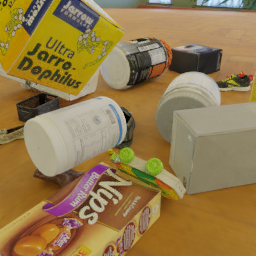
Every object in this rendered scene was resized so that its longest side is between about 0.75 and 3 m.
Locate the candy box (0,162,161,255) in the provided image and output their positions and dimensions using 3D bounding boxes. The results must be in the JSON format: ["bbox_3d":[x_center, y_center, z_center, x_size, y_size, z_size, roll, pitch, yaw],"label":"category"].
[{"bbox_3d":[-0.660,1.499,4.275,1.362,0.659,2.335,19,34,33],"label":"candy box"}]

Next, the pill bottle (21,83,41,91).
[{"bbox_3d":[-3.574,-1.659,10.523,0.828,0.471,0.471,10,29,17],"label":"pill bottle"}]

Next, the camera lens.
[{"bbox_3d":[1.588,-0.533,7.252,1.497,1.497,1.871,9,29,17],"label":"camera lens"}]

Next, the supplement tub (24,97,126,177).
[{"bbox_3d":[-0.791,0.081,4.445,0.922,0.922,1.398,24,34,38],"label":"supplement tub"}]

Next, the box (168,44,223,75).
[{"bbox_3d":[3.017,-3.089,12.642,1.701,1.057,1.714,-22,35,-34],"label":"box"}]

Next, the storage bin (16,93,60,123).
[{"bbox_3d":[-2.678,-0.599,8.438,0.768,0.532,1.135,13,30,24],"label":"storage bin"}]

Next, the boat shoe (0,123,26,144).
[{"bbox_3d":[-3.012,0.111,7.235,1.203,0.377,0.441,-14,31,-25],"label":"boat shoe"}]

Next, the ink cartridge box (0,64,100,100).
[{"bbox_3d":[-2.723,-2.131,9.721,2.938,1.261,2.151,19,21,12],"label":"ink cartridge box"}]

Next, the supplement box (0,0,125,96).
[{"bbox_3d":[-1.383,-1.788,4.229,1.266,1.274,2.326,13,33,-55],"label":"supplement box"}]

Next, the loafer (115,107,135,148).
[{"bbox_3d":[-0.135,-0.217,7.584,0.721,0.631,2.007,-1,28,-3],"label":"loafer"}]

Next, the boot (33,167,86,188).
[{"bbox_3d":[-1.451,1.045,5.411,1.266,0.407,1.180,16,19,22],"label":"boot"}]

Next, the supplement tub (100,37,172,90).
[{"bbox_3d":[0.403,-2.634,11.041,1.705,1.705,2.782,23,35,36],"label":"supplement tub"}]

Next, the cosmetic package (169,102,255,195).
[{"bbox_3d":[2.263,0.326,5.735,2.649,1.415,1.195,-4,29,-10],"label":"cosmetic package"}]

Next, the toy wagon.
[{"bbox_3d":[0.240,0.804,5.112,1.636,1.269,0.324,18,68,33],"label":"toy wagon"}]

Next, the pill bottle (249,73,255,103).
[{"bbox_3d":[3.885,-1.022,6.875,1.515,2.705,1.515,0,28,0],"label":"pill bottle"}]

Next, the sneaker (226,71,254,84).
[{"bbox_3d":[4.518,-2.080,11.342,1.064,0.452,0.410,9,29,16],"label":"sneaker"}]

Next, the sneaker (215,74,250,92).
[{"bbox_3d":[3.857,-1.745,10.524,1.464,0.619,0.545,2,27,4],"label":"sneaker"}]
